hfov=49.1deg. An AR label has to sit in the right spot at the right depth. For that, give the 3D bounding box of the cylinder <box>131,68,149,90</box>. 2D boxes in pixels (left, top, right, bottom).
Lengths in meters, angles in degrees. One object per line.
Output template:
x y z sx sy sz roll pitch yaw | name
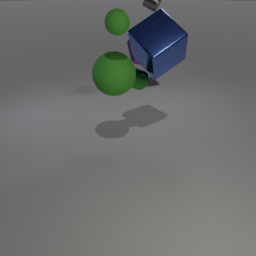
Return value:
0.241 -1.740 9.817 0.700 0.700 0.700 8 17 -42 | cylinder

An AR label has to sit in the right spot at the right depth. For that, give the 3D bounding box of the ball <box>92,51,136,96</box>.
-0.446 -1.726 8.960 1.400 1.400 1.400 0 28 0 | ball

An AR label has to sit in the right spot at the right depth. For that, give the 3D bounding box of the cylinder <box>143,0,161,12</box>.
1.192 -6.227 13.861 0.700 0.700 0.700 32 32 1 | cylinder

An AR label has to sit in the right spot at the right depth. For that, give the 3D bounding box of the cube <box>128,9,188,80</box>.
1.012 -2.795 9.484 1.400 1.400 1.400 -36 70 -5 | cube

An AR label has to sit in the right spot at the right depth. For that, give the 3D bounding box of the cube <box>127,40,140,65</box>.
0.987 -4.227 14.630 1.400 1.400 1.400 4 63 -35 | cube

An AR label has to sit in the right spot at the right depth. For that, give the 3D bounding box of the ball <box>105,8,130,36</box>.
-0.292 -2.899 7.670 0.700 0.700 0.700 0 28 0 | ball
